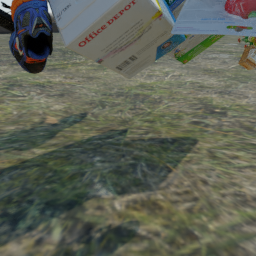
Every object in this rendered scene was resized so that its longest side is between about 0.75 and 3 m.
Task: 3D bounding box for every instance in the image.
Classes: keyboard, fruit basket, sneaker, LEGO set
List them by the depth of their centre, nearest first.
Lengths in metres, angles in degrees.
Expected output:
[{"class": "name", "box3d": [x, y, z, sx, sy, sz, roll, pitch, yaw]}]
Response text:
[{"class": "fruit basket", "box3d": [2.065, -2.255, 4.802, 2.086, 1.055, 2.252, 10, 64, 26]}, {"class": "LEGO set", "box3d": [2.712, -2.613, 6.089, 1.182, 2.570, 0.957, -16, 27, -39]}, {"class": "keyboard", "box3d": [-2.714, -2.444, 6.122, 0.884, 0.143, 1.391, -9, -13, 31]}, {"class": "sneaker", "box3d": [-2.138, -1.834, 6.276, 0.904, 0.942, 2.401, -18, -13, -21]}]

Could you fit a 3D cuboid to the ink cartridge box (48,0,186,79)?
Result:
[{"class": "ink cartridge box", "box3d": [-0.218, -2.505, 6.119, 1.754, 1.745, 2.390, -31, -21, 24]}]

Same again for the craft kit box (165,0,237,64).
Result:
[{"class": "craft kit box", "box3d": [1.871, -3.078, 7.829, 2.629, 0.638, 2.596, -33, -30, 34]}]

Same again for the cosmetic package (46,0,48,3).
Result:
[{"class": "cosmetic package", "box3d": [-2.074, -3.705, 6.802, 0.884, 1.072, 0.885, -5, 11, -9]}]
